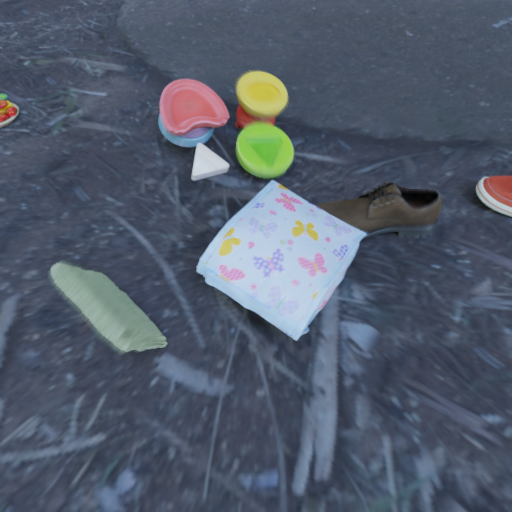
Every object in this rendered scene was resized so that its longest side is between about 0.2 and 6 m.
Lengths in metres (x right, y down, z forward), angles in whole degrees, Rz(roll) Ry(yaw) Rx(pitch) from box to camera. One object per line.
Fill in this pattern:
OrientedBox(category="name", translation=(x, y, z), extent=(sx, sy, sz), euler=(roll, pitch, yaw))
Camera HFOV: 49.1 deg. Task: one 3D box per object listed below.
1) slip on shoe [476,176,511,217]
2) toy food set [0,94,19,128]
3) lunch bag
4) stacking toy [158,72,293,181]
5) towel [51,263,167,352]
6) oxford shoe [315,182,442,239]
OrientedBox(category="slip on shoe", translation=(5.185, -1.178, 9.603), extent=(2.724, 0.833, 1.009), euler=(3, 45, 5))
OrientedBox(category="toy food set", translation=(-5.708, -3.066, 11.991), extent=(1.167, 0.284, 1.155), euler=(-28, 50, -25))
OrientedBox(category="lunch bag", translation=(0.310, 0.118, 7.796), extent=(1.683, 1.262, 1.984), euler=(30, 42, 11))
OrientedBox(category="stacking toy", translation=(-0.554, -2.248, 10.713), extent=(2.521, 1.065, 2.282), euler=(-8, 69, -18))
OrientedBox(category="towel", translation=(-1.906, 0.684, 7.258), extent=(1.548, 1.149, 0.283), euler=(41, 94, 20))
OrientedBox(category="oxford shoe", translation=(1.908, -0.820, 9.088), extent=(2.238, 0.945, 0.813), euler=(-6, 47, -8))
